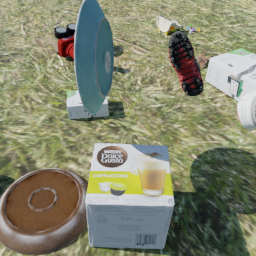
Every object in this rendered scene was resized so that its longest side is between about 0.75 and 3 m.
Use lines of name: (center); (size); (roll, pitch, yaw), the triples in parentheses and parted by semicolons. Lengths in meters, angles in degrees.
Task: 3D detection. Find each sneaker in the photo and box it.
sneaker: (2.980, -0.443, 4.713); (2.249, 0.830, 0.984); (-15, 12, -23)
sneaker: (1.019, -1.178, 5.009); (0.431, 1.220, 0.596); (-17, 33, 18)

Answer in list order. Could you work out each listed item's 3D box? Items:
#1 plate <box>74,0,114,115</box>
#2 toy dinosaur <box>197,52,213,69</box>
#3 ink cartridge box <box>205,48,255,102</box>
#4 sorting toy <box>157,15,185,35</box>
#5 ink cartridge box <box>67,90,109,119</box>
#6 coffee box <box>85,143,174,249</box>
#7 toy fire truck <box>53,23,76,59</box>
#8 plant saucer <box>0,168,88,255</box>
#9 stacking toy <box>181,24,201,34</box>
plate: (-0.552, -1.358, 5.470); (0.285, 2.227, 2.227); (2, 40, 9)
toy dinosaur: (3.157, -2.943, 11.945); (0.662, 0.419, 0.977); (-16, 37, -8)
ink cartridge box: (4.351, -1.791, 10.068); (1.788, 1.032, 2.448); (-22, 45, -24)
sorting toy: (2.301, -5.388, 14.631); (1.161, 0.689, 1.290); (-15, 42, -22)
ink cartridge box: (-1.325, -0.818, 9.294); (1.313, 0.554, 0.959); (-6, 41, -7)
coffee box: (0.025, 1.397, 5.867); (1.577, 1.580, 1.562); (2, 41, 0)
toy fire truck: (-1.759, -3.628, 12.064); (2.138, 1.563, 2.429); (-29, 59, -31)
plant saucer: (-1.930, 1.724, 6.463); (2.306, 0.370, 2.306); (0, 41, 0)
stacking toy: (3.300, -5.233, 14.800); (0.673, 0.210, 0.893); (-23, 43, -27)
